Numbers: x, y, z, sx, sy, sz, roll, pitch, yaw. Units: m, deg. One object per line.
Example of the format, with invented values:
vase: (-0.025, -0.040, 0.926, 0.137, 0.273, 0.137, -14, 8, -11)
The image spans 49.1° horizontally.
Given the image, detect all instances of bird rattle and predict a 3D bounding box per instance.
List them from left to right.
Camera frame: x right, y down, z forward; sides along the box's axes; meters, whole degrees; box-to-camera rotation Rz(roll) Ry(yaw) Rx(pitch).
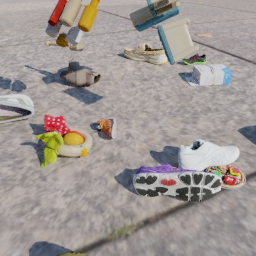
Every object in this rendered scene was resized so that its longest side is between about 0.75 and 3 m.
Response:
bird rattle: (-1.977, 0.412, 8.803, 1.706, 1.179, 2.092, 10, 19, -5)

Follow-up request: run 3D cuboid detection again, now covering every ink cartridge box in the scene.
ink cartridge box: (3.792, -2.541, 13.373, 1.895, 0.632, 1.098, -4, 33, -6)

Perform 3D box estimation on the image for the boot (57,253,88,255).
boot: (-0.626, 3.411, 3.843, 2.533, 0.956, 2.892, 11, 35, 16)

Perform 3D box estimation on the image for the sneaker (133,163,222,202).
sneaker: (1.268, 1.258, 7.280, 2.244, 0.905, 0.936, 5, 27, 8)

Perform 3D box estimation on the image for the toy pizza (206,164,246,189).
toy pizza: (2.735, 1.293, 7.831, 1.078, 0.171, 1.078, 0, 33, 0)

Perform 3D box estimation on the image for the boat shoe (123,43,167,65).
boat shoe: (0.980, -4.332, 15.855, 2.761, 0.955, 1.018, 18, 37, 26)

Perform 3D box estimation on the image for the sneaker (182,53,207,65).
sneaker: (3.644, -3.828, 15.404, 1.428, 0.598, 0.548, -9, 34, -13)

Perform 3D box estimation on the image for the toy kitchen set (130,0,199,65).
toy kitchen set: (1.078, -3.118, 9.096, 1.687, 2.294, 2.864, -20, 7, 14)

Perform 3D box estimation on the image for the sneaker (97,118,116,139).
sneaker: (-0.747, 0.045, 9.602, 0.671, 0.465, 1.198, -4, 23, 0)

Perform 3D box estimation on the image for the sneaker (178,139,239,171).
sneaker: (2.345, 0.703, 8.030, 2.019, 0.809, 0.710, -11, 7, -20)

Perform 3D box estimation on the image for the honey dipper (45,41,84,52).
honey dipper: (-2.896, -3.647, 12.334, 2.355, 0.447, 0.447, 15, 35, 35)

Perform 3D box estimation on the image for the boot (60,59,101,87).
boot: (-2.138, -2.634, 13.512, 1.702, 0.818, 2.328, 11, 35, 5)

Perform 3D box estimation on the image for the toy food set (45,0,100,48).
toy food set: (-1.770, -3.342, 8.597, 1.083, 1.021, 2.268, 27, -13, -25)

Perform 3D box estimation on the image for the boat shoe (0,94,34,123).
boat shoe: (-4.895, -0.592, 9.973, 2.960, 1.091, 0.949, -5, 28, -21)
